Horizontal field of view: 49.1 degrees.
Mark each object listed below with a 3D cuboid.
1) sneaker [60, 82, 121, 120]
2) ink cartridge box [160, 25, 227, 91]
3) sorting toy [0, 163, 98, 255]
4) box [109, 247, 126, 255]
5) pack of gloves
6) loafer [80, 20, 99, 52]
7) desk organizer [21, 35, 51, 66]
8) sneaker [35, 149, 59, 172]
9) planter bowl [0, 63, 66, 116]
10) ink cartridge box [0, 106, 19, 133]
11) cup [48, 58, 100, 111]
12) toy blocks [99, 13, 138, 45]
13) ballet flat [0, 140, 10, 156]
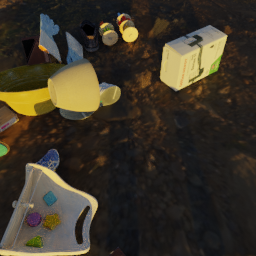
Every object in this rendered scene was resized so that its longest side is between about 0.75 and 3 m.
[{"bbox_3d":[-1.462,-1.018,10.333,2.360,0.830,0.946,-26,38,-24],"label":"sneaker"},{"bbox_3d":[2.562,-2.762,11.128,2.406,1.764,0.999,-28,55,-21],"label":"ink cartridge box"},{"bbox_3d":[-1.896,2.311,7.137,2.092,1.241,2.324,10,48,-1],"label":"sorting toy"},{"bbox_3d":[-0.117,3.342,6.697,0.420,0.314,0.839,-34,58,-26],"label":"box"},{"bbox_3d":[-2.796,-3.238,11.530,0.574,2.444,2.909,-32,46,19],"label":"pack of gloves"},{"bbox_3d":[-1.836,-4.636,13.422,0.888,0.778,2.470,-10,49,-7],"label":"loafer"},{"bbox_3d":[-3.814,-3.248,11.545,0.927,0.863,2.407,-14,27,-15],"label":"desk organizer"},{"bbox_3d":[-2.506,1.167,8.459,0.535,0.545,1.414,9,48,10],"label":"sneaker"},{"bbox_3d":[-3.290,-1.267,9.916,2.990,1.245,2.990,-2,29,1],"label":"planter bowl"},{"bbox_3d":[-4.461,-0.298,9.893,0.723,0.330,0.878,33,56,25],"label":"ink cartridge box"},{"bbox_3d":[-1.680,-1.157,8.269,1.142,1.597,1.597,-17,50,-26],"label":"cup"},{"bbox_3d":[-0.607,-5.015,13.789,1.750,0.763,2.100,-11,48,-8],"label":"toy blocks"},{"bbox_3d":[-4.886,0.618,8.949,2.184,0.741,0.790,-12,31,-5],"label":"ballet flat"}]
